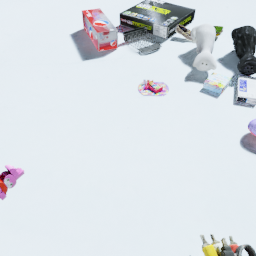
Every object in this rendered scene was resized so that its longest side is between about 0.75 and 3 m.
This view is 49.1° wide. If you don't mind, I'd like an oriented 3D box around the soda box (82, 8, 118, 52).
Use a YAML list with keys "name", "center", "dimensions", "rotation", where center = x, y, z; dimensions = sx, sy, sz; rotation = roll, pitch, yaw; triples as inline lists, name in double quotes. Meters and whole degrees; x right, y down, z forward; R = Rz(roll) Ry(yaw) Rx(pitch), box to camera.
- name: "soda box"
  center: [-1.201, -4.110, 11.581]
  dimensions: [0.878, 0.795, 2.508]
  rotation: [-14, 44, -14]

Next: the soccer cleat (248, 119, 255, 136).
- name: "soccer cleat"
  center: [4.406, 0.007, 6.991]
  dimensions: [2.573, 0.984, 0.858]
  rotation: [13, 44, 13]

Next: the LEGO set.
- name: "LEGO set"
  center: [-1.527, 0.154, 3.006]
  dimensions: [0.467, 1.225, 0.503]
  rotation: [24, 53, 30]

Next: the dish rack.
- name: "dish rack"
  center: [0.604, -3.515, 11.240]
  dimensions: [1.148, 0.408, 1.496]
  rotation: [-25, 48, -23]

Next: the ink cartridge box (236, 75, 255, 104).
- name: "ink cartridge box"
  center: [3.786, -1.241, 8.898]
  dimensions: [0.610, 0.241, 1.227]
  rotation: [12, 46, 13]

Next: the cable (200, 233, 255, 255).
- name: "cable"
  center: [1.818, 2.698, 4.669]
  dimensions: [0.927, 0.480, 1.909]
  rotation: [6, 54, -13]

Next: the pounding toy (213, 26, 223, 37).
- name: "pounding toy"
  center: [3.675, -4.059, 11.905]
  dimensions: [0.719, 0.432, 0.931]
  rotation: [5, 13, 22]

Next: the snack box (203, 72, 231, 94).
- name: "snack box"
  center: [2.907, -1.472, 9.129]
  dimensions: [0.642, 0.258, 0.762]
  rotation: [25, 47, 26]

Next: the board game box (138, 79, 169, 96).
- name: "board game box"
  center: [0.825, -1.349, 9.041]
  dimensions: [1.016, 0.198, 0.803]
  rotation: [2, 43, 2]

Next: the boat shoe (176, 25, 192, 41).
- name: "boat shoe"
  center: [2.445, -3.967, 11.657]
  dimensions: [0.997, 0.297, 0.358]
  rotation: [36, 67, 15]

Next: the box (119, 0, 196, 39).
- name: "box"
  center: [1.347, -5.077, 12.771]
  dimensions: [2.599, 0.618, 2.510]
  rotation: [27, 52, 26]

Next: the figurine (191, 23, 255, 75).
- name: "figurine"
  center: [3.447, -2.723, 10.025]
  dimensions: [2.428, 1.045, 2.369]
  rotation: [6, 47, 7]
